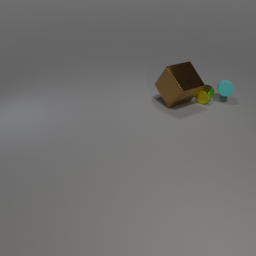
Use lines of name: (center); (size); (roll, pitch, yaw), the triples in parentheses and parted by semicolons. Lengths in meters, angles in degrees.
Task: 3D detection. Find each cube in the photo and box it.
cube: (2.338, -1.983, 12.840); (1.400, 1.400, 1.400); (-18, 71, -27)

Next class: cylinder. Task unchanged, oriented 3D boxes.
cylinder: (3.651, -1.611, 13.341); (0.700, 0.700, 0.700); (20, 42, 30)
cylinder: (4.630, -1.898, 13.324); (0.700, 0.700, 0.700); (7, 17, 12)
